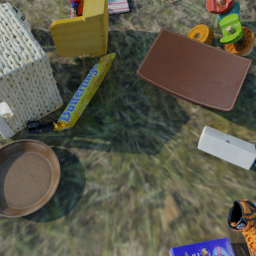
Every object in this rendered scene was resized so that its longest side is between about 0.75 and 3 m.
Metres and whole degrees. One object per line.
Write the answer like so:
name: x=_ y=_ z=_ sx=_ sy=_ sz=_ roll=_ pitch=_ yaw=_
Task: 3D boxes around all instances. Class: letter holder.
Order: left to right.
letter holder: x=1.705 y=-1.272 z=7.776 sx=2.612 sy=1.313 sz=1.856 roll=24 pitch=67 yaw=12

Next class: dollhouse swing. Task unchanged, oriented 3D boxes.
dollhouse swing: x=-1.394 y=-3.135 z=8.424 sx=1.511 sy=1.718 sz=1.562 roll=2 pitch=68 yaw=0

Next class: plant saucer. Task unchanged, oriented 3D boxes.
plant saucer: x=-2.645 y=1.244 z=7.008 sx=1.967 sy=0.360 sz=1.967 roll=0 pitch=64 yaw=0

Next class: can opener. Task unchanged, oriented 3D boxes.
can opener: x=-2.291 y=-0.030 z=7.703 sx=0.943 sy=0.371 sz=0.299 roll=-7 pitch=55 yaw=-14

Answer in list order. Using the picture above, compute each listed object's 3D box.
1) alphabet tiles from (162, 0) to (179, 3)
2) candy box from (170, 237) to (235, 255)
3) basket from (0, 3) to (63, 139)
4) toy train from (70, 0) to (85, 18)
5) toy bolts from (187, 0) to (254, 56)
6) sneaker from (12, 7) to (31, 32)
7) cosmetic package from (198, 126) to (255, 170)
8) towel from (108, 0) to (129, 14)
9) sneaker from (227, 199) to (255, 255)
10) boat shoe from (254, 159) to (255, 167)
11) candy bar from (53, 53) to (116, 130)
alphabet tiles: x=1.692 y=-5.130 z=10.440 sx=1.326 sy=0.042 sz=1.104 roll=-26 pitch=66 yaw=-13
candy box: x=1.652 y=3.021 z=5.926 sx=1.301 sy=0.501 sz=1.100 roll=-7 pitch=52 yaw=-6
basket: x=-3.177 y=-1.445 z=7.271 sx=1.921 sy=2.367 sz=2.388 roll=-30 pitch=67 yaw=-17
toy train: x=-1.421 y=-4.112 z=9.585 sx=1.074 sy=0.786 sz=1.856 roll=0 pitch=62 yaw=-15
toy bolts: x=3.053 y=-3.148 z=9.046 sx=1.921 sy=1.395 sz=2.011 roll=-9 pitch=67 yaw=41
sneaker: x=-4.462 y=-3.145 z=8.828 sx=2.560 sy=1.122 sz=0.968 roll=-21 pitch=67 yaw=-8
cosmetic package: x=2.521 y=0.480 z=7.161 sx=1.353 sy=0.501 sz=0.688 roll=21 pitch=24 yaw=11
towel: x=-0.403 y=-4.514 z=10.079 sx=0.757 sy=0.155 sz=1.035 roll=-9 pitch=66 yaw=-5
sneaker: x=2.596 y=2.316 z=6.019 sx=0.915 sy=0.633 sz=1.632 roll=21 pitch=43 yaw=-33
boat shoe: x=3.823 y=1.404 z=6.690 sx=0.940 sy=0.767 sz=2.234 roll=-30 pitch=67 yaw=-14
candy bar: x=-1.189 y=-1.077 z=7.993 sx=0.738 sy=0.328 sz=2.958 roll=-4 pitch=48 yaw=43
